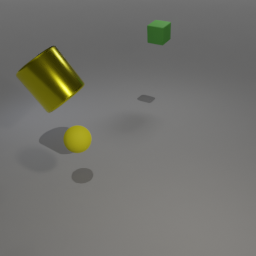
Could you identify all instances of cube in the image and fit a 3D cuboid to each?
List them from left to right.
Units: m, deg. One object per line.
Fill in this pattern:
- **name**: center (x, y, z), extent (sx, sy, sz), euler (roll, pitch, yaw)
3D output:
- **cube**: center (1.223, -3.758, 11.023), extent (0.700, 0.700, 0.700), euler (19, 46, 27)

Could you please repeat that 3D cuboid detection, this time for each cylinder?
- **cylinder**: center (-2.214, -1.393, 8.101), extent (1.400, 1.400, 1.400), euler (-34, 17, 12)

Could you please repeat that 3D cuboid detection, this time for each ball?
- **ball**: center (-1.272, 0.284, 7.064), extent (0.700, 0.700, 0.700), euler (0, 29, 0)
